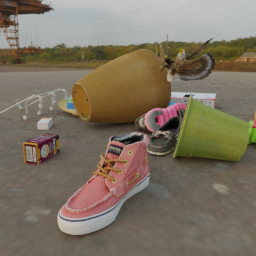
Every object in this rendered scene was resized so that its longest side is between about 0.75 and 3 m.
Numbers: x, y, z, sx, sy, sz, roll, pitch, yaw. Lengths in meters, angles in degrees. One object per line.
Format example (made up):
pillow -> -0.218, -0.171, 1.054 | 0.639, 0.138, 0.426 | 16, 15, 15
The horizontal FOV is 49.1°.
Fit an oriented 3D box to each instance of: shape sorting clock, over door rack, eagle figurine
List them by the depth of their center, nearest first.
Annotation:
eagle figurine -> 1.884, -2.162, 8.988 | 1.711, 1.298, 1.291 | -2, 10, 9
over door rack -> -4.288, -0.942, 12.253 | 2.820, 0.939, 2.083 | -10, 11, 21
shape sorting clock -> -1.695, -0.996, 12.688 | 2.828, 0.555, 2.828 | 6, 16, -2

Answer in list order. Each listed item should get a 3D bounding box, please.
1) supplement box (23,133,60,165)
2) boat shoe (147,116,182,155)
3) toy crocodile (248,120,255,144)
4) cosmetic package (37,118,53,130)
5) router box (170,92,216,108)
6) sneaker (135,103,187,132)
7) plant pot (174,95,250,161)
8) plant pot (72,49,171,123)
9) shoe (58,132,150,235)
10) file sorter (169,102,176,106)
supplement box -> -2.163, 0.505, 7.077 | 0.404, 0.520, 0.942 | 6, 16, 20
boat shoe -> 1.095, 0.160, 8.154 | 0.761, 0.649, 2.277 | 6, 16, 23
toy crocodile -> 4.063, 0.006, 8.474 | 0.869, 0.795, 2.576 | 8, 16, 28
cosmetic package -> -3.004, -0.161, 10.177 | 0.381, 0.267, 0.750 | -1, 15, -3
router box -> 3.033, -1.323, 13.954 | 2.524, 0.617, 2.265 | 5, 15, 17
sneaker -> 1.242, -0.294, 9.811 | 2.402, 0.949, 1.145 | -6, -6, -38
plant pot -> 2.079, 0.163, 6.932 | 1.542, 1.623, 1.623 | 16, 17, 8
plant pot -> -0.447, -1.293, 10.417 | 2.993, 2.789, 2.789 | -20, 23, -31
shoe -> -0.326, 0.789, 4.864 | 0.843, 1.074, 2.361 | 9, 17, 30
file sorter -> 1.627, -0.696, 11.499 | 0.729, 0.645, 1.051 | -7, 16, -25
